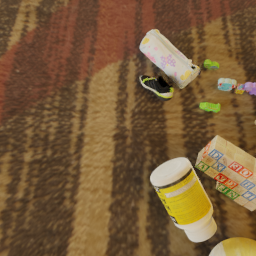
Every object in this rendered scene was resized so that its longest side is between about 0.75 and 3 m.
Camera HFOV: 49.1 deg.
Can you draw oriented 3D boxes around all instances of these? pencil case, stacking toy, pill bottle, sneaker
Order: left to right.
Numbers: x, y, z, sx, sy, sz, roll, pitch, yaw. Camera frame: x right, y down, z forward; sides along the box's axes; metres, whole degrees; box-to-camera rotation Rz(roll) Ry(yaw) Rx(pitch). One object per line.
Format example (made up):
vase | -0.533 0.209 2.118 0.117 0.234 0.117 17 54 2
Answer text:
sneaker | 0.957 -1.443 8.922 0.530 0.612 1.479 -20 47 -33
pencil case | 1.358 -2.283 9.235 0.892 0.973 2.146 -42 74 -5
pill bottle | 1.444 1.808 6.994 1.078 1.078 1.936 -32 100 -14
stacking toy | 3.594 -1.346 9.046 2.399 0.564 1.809 7 68 4

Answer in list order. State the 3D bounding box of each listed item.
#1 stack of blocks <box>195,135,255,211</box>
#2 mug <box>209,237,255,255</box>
stack of blocks | 2.772 1.188 7.256 1.983 1.142 0.581 32 43 -1
mug | 2.527 3.193 5.921 1.765 1.809 2.203 7 82 20
